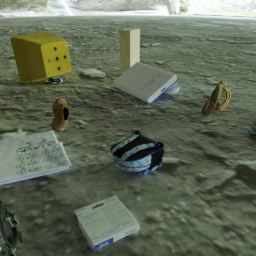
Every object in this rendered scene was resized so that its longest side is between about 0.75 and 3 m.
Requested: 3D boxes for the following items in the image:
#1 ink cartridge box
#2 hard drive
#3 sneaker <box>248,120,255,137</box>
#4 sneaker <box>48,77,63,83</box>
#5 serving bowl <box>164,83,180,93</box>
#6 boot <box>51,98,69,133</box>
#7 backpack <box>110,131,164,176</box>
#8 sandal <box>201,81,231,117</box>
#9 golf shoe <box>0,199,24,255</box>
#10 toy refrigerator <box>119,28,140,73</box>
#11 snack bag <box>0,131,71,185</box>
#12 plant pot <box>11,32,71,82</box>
[{"bbox_3d":[-0.489,2.023,6.123,1.076,0.237,1.096,-15,29,-26],"label":"ink cartridge box"},{"bbox_3d":[0.724,-2.220,13.311,1.817,0.349,2.755,-42,42,-15],"label":"hard drive"},{"bbox_3d":[5.057,-0.528,9.772,1.122,1.351,2.828,19,33,32],"label":"sneaker"},{"bbox_3d":[-3.825,-2.495,14.786,0.802,0.314,0.361,10,9,12],"label":"sneaker"},{"bbox_3d":[1.972,-1.890,13.484,1.005,0.331,1.005,1,28,0],"label":"serving bowl"},{"bbox_3d":[-2.226,-0.606,9.650,0.626,0.642,1.701,25,30,-28],"label":"boot"},{"bbox_3d":[0.194,0.781,7.772,1.320,0.888,1.205,-23,35,-38],"label":"backpack"},{"bbox_3d":[3.830,-1.221,11.623,0.796,1.183,2.946,33,33,13],"label":"sandal"},{"bbox_3d":[-2.398,2.429,4.749,1.251,1.030,2.648,-25,29,-18],"label":"golf shoe"},{"bbox_3d":[0.070,-4.373,15.960,0.849,2.427,0.921,19,34,33],"label":"toy refrigerator"},{"bbox_3d":[-3.128,0.769,8.478,2.348,0.267,2.490,-11,29,-20],"label":"snack bag"},{"bbox_3d":[-4.248,-3.605,14.440,2.030,2.301,2.301,16,31,38],"label":"plant pot"}]
